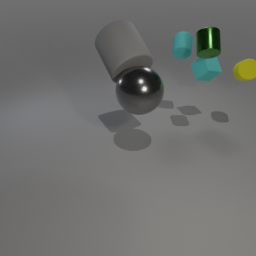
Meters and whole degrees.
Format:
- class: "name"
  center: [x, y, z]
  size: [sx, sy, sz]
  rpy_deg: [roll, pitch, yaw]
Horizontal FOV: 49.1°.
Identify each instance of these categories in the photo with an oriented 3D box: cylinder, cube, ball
- class: "cylinder"
  center: [2.389, -2.521, 8.328]
  size: [0.700, 0.700, 0.700]
  rpy_deg: [1, -9, 0]
- class: "cylinder"
  center: [-0.133, -2.315, 8.674]
  size: [1.400, 1.400, 1.400]
  rpy_deg: [-16, 67, -26]
- class: "cube"
  center: [2.884, -2.208, 10.318]
  size: [0.700, 0.700, 0.700]
  rpy_deg: [-1, 69, -32]
- class: "ball"
  center: [0.336, -1.080, 8.086]
  size: [1.400, 1.400, 1.400]
  rpy_deg: [0, 29, 0]
- class: "cylinder"
  center: [1.984, -2.994, 10.174]
  size: [0.700, 0.700, 0.700]
  rpy_deg: [6, 68, 10]
- class: "cylinder"
  center: [4.062, -1.983, 9.648]
  size: [0.700, 0.700, 0.700]
  rpy_deg: [3, 6, 5]
